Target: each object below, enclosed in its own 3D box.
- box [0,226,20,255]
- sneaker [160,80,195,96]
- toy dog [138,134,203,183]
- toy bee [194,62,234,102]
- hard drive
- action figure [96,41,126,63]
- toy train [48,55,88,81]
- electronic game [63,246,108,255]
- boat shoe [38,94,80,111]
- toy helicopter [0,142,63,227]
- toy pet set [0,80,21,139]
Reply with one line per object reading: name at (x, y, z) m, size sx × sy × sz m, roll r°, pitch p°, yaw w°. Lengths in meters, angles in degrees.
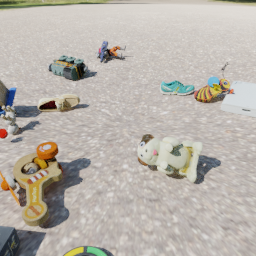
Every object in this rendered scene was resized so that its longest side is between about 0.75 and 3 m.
box at (-3.141, 2.327, 4.615) m, size 2.078 × 0.530 × 1.639 m, roll 3°, pitch 31°, yaw 6°
sneaker at (2.077, -1.703, 11.706) m, size 1.478 × 0.589 × 0.573 m, roll -1°, pitch 30°, yaw -3°
toy dog at (0.953, 0.604, 7.026) m, size 1.434 × 1.000 × 1.390 m, roll 11°, pitch 12°, yaw -8°
toy bee at (3.534, -1.587, 10.882) m, size 1.014 × 1.866 × 1.221 m, roll 46°, pitch 18°, yaw 17°
hard drive at (4.806, -1.169, 11.008) m, size 1.751 × 0.349 × 2.655 m, roll 14°, pitch 33°, yaw 23°
action figure at (-1.082, -4.202, 16.218) m, size 1.720 × 0.930 × 1.778 m, roll 2°, pitch 57°, yaw 16°
toy train at (-2.956, -2.945, 13.712) m, size 2.083 × 0.888 × 1.187 m, roll 19°, pitch 44°, yaw 30°
electronic game at (-0.759, 2.442, 4.741) m, size 1.019 × 0.212 × 1.019 m, roll 0°, pitch 29°, yaw 0°
boat shoe at (-2.543, -0.860, 10.299) m, size 1.559 × 0.575 × 0.539 m, roll -9°, pitch 32°, yaw 2°
toy helicopter at (-2.179, 1.270, 6.229) m, size 1.448 × 0.863 × 2.189 m, roll -10°, pitch 34°, yaw -13°
toy pet set at (-4.704, -0.391, 9.276) m, size 2.447 × 1.299 × 2.284 m, roll -1°, pitch 64°, yaw 4°
